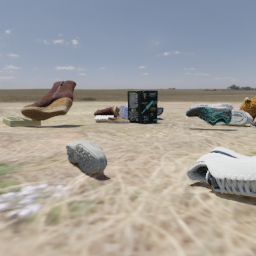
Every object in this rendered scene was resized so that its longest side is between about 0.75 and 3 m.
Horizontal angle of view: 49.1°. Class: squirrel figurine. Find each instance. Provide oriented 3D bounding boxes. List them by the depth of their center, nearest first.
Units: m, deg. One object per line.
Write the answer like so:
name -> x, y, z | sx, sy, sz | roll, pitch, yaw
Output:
squirrel figurine -> 6.534, -1.036, 12.949 | 2.385, 1.809, 2.556 | -9, 6, -16

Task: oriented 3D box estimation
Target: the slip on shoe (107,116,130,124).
slip on shoe -> -0.440, -0.380, 13.031 | 1.033, 0.313, 0.393 | 1, 7, 7

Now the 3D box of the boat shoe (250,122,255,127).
boat shoe -> 5.304, -0.185, 11.211 | 0.385, 0.347, 1.070 | -5, 6, -8

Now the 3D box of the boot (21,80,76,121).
boot -> -3.330, -1.224, 11.964 | 2.164, 0.783, 1.800 | -3, 51, 10

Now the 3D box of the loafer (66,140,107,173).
loafer -> -0.689, 0.456, 5.083 | 0.543, 0.544, 1.555 | -12, 11, -26

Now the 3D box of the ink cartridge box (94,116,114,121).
ink cartridge box -> -1.177, -0.414, 13.764 | 0.885, 0.311, 1.089 | 0, 14, 1

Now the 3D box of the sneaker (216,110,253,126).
sneaker -> 4.427, -0.457, 12.438 | 0.838, 0.795, 2.082 | 6, 7, -44

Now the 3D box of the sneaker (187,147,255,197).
sneaker -> 1.491, 0.672, 3.654 | 0.631, 0.599, 1.568 | -18, 10, -28

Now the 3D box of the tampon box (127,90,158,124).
tampon box -> 0.691, -1.021, 13.258 | 1.142, 1.524, 0.962 | -6, 9, -40

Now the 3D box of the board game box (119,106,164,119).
board game box -> 0.714, -0.817, 15.101 | 2.244, 0.692, 2.243 | 0, 8, -5

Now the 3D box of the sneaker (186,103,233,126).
sneaker -> 3.080, -0.464, 10.586 | 1.768, 0.807, 0.686 | -2, -21, 13

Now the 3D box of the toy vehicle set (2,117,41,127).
toy vehicle set -> -4.827, -0.306, 12.625 | 1.251, 0.267, 2.014 | -4, 8, -33

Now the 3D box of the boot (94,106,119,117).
boot -> -1.322, -0.910, 17.119 | 1.549, 0.674, 1.863 | -12, 8, 4
